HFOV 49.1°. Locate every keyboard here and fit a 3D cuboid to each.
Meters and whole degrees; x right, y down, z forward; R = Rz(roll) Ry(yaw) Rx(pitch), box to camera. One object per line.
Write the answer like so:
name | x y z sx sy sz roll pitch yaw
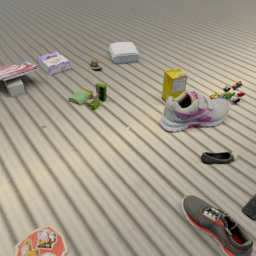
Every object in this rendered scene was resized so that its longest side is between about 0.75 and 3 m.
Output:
keyboard | 3.884 2.263 8.063 1.191 0.123 0.757 -31 48 -32

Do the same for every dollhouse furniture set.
dollhouse furniture set | -1.820 -1.528 12.289 1.518 0.762 0.994 21 43 25

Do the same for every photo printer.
photo printer | -0.261 -4.342 15.923 1.495 0.624 1.797 -7 40 -9

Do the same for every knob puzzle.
knob puzzle | -2.188 3.015 7.041 1.519 0.211 1.519 0 38 0

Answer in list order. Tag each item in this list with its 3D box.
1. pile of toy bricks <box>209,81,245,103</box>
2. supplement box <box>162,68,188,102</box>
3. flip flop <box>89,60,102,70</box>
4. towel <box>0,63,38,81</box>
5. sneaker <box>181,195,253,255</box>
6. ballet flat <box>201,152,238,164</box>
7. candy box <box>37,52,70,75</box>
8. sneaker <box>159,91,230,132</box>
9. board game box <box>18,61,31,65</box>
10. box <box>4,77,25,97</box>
pile of toy bricks | 4.306 -1.432 12.329 1.556 0.863 0.768 -32 18 -12
supplement box | 1.989 -1.765 12.095 0.749 1.377 0.754 -14 41 -18
flip flop | -1.777 -3.443 15.018 0.501 0.356 1.235 -17 41 -20
towel | -5.822 -2.723 13.502 2.676 0.304 1.928 12 33 39
sneaker | 2.346 2.374 7.280 0.852 0.906 2.212 -26 45 -29
ballet flat | 3.109 0.969 9.478 1.285 0.365 0.427 -5 39 -7
candy box | -3.948 -3.462 14.910 1.205 0.514 1.437 -25 45 -28
sneaker | 2.710 -0.790 10.912 2.988 1.318 1.215 -13 40 -16
board game box | -5.523 -3.271 14.962 0.760 0.157 0.761 24 45 27
box | -5.280 -1.967 12.996 0.664 0.566 1.039 -21 43 -24
